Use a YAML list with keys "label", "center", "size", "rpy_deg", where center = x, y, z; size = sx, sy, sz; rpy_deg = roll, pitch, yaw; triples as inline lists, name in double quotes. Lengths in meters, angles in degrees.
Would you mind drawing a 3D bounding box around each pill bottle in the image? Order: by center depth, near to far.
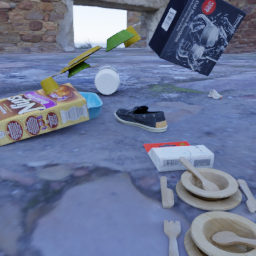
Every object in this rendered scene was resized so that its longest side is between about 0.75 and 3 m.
- label: "pill bottle"
  center: [-1.050, -2.434, 14.286]
  size: [1.252, 1.252, 2.213]
  rpy_deg: [-1, 18, -3]

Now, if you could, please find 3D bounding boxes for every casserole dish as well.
- label: "casserole dish"
  center: [-1.931, -0.833, 10.600]
  size: [1.764, 0.565, 2.913]
  rpy_deg: [-5, 18, -13]

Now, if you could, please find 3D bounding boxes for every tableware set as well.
- label: "tableware set"
  center: [1.428, 1.228, 4.455]
  size: [1.721, 0.522, 2.603]
  rpy_deg: [1, 18, 4]
- label: "tableware set"
  center: [-0.811, -1.383, 5.896]
  size: [2.515, 0.386, 1.694]
  rpy_deg: [-23, 16, 25]

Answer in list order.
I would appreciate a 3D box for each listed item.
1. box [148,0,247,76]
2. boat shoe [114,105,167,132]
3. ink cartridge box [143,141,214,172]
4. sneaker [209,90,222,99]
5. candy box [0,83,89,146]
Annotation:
- label: "box"
  center: [1.840, -2.681, 7.671]
  size: [1.756, 1.928, 1.004]
  rpy_deg: [12, 31, -26]
- label: "boat shoe"
  center: [0.388, -0.425, 9.196]
  size: [0.818, 0.682, 2.192]
  rpy_deg: [-18, 24, -38]
- label: "ink cartridge box"
  center: [1.153, 0.520, 6.825]
  size: [1.269, 0.375, 1.586]
  rpy_deg: [-3, 20, -9]
- label: "sneaker"
  center: [4.101, -1.599, 13.179]
  size: [0.308, 0.375, 0.815]
  rpy_deg: [-10, 21, -26]
- label: "candy box"
  center: [-2.706, -0.483, 8.303]
  size: [2.697, 0.762, 1.574]
  rpy_deg: [-20, 35, -22]
